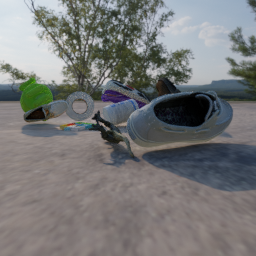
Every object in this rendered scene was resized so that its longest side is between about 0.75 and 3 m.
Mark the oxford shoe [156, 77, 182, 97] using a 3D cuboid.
[{"bbox_3d":[1.307,-0.965,9.726,1.015,1.179,2.792,41,15,-22],"label":"oxford shoe"}]

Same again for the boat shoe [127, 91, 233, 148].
[{"bbox_3d":[1.303,-0.235,5.431,2.742,0.956,0.976,-10,-16,-34],"label":"boat shoe"}]

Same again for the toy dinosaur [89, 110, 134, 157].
[{"bbox_3d":[-0.351,0.078,5.279,0.769,0.414,1.745,40,-4,-16],"label":"toy dinosaur"}]

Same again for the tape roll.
[{"bbox_3d":[-1.719,-0.762,9.931,1.053,1.053,0.192,-2,-1,-15],"label":"tape roll"}]

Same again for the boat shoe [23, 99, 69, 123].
[{"bbox_3d":[-2.446,-0.469,8.455,1.390,0.520,0.476,-23,12,-7],"label":"boat shoe"}]

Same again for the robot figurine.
[{"bbox_3d":[-3.241,-0.958,9.871,1.006,1.525,1.738,-39,8,-25],"label":"robot figurine"}]

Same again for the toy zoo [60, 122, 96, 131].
[{"bbox_3d":[-1.522,-0.047,8.368,0.710,0.111,1.083,6,11,31],"label":"toy zoo"}]

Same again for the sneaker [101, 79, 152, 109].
[{"bbox_3d":[0.062,-1.054,11.319,2.610,1.089,1.052,21,22,-29],"label":"sneaker"}]

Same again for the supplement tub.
[{"bbox_3d":[-0.222,-0.486,9.008,1.045,0.689,0.689,-17,13,-21],"label":"supplement tub"}]
